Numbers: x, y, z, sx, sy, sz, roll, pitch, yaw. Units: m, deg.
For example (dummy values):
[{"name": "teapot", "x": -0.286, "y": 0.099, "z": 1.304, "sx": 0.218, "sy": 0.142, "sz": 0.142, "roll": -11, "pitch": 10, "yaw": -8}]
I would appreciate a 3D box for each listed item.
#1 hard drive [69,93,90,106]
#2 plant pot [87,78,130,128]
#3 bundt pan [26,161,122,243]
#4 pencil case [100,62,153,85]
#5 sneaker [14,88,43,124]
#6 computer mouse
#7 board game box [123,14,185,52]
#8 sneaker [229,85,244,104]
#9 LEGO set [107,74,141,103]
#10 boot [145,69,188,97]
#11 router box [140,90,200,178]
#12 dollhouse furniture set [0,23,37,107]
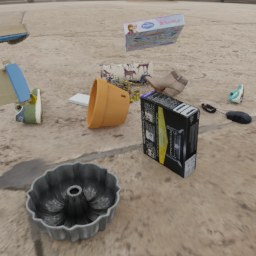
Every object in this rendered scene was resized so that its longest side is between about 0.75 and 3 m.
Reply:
[{"name": "hard drive", "x": -2.100, "y": -1.350, "z": 13.492, "sx": 1.259, "sy": 0.165, "sz": 0.831, "roll": 14, "pitch": 34, "yaw": 23}, {"name": "plant pot", "x": -0.791, "y": -0.895, "z": 11.276, "sx": 1.396, "sy": 1.994, "sz": 1.994, "roll": 10, "pitch": 29, "yaw": -15}, {"name": "bundt pan", "x": -1.358, "y": 1.967, "z": 7.351, "sx": 2.413, "sy": 0.906, "sz": 2.413, "roll": -1, "pitch": 31, "yaw": 0}, {"name": "pencil case", "x": -0.049, "y": -2.960, "z": 15.146, "sx": 2.952, "sy": 1.148, "sz": 1.320, "roll": -4, "pitch": 55, "yaw": -5}, {"name": "sneaker", "x": -4.377, "y": -1.024, "z": 12.241, "sx": 1.165, "sy": 0.870, "sz": 2.594, "roll": -4, "pitch": 34, "yaw": -16}, {"name": "computer mouse", "x": 4.271, "y": -0.747, "z": 12.286, "sx": 2.339, "sy": 0.398, "sz": 0.686, "roll": 24, "pitch": 40, "yaw": 34}, {"name": "board game box", "x": 0.709, "y": -2.800, "z": 8.389, "sx": 1.661, "sy": 0.342, "sz": 1.657, "roll": -9, "pitch": -1, "yaw": -1}, {"name": "sneaker", "x": 5.321, "y": -1.706, "z": 13.709, "sx": 0.625, "sy": 0.608, "sz": 1.570, "roll": 7, "pitch": 31, "yaw": 27}, {"name": "LEGO set", "x": -0.251, "y": -2.054, "z": 13.749, "sx": 1.446, "sy": 1.089, "sz": 1.880, "roll": -11, "pitch": 33, "yaw": -18}, {"name": "boot", "x": 1.928, "y": -2.328, "z": 13.764, "sx": 2.002, "sy": 1.464, "sz": 0.703, "roll": 49, "pitch": 9, "yaw": 25}, {"name": "router box", "x": 1.275, "y": 0.186, "z": 8.857, "sx": 0.615, "sy": 2.356, "sz": 1.853, "roll": -31, "pitch": 43, "yaw": -31}, {"name": "dollhouse furniture set", "x": -3.555, "y": -1.604, "z": 8.093, "sx": 2.069, "sy": 2.192, "sz": 1.430, "roll": -10, "pitch": 17, "yaw": 32}]
